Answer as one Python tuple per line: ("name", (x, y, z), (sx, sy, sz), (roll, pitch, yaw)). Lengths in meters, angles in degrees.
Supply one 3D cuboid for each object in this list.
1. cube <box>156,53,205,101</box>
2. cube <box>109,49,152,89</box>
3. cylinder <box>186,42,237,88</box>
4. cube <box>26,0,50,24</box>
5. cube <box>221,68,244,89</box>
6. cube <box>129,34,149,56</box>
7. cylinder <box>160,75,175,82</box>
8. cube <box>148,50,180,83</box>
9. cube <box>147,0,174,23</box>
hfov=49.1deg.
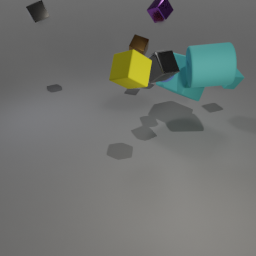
("cube", (2.244, -2.050, 11.245), (1.400, 1.400, 1.400), (29, 11, 40))
("cube", (0.062, -1.426, 6.925), (0.700, 0.700, 0.700), (2, -11, 45))
("cylinder", (2.755, -2.113, 9.483), (1.400, 1.400, 1.400), (-4, 31, 4))
("cube", (-3.728, -4.811, 11.598), (0.700, 0.700, 0.700), (-29, 28, -6))
("cube", (4.313, -2.137, 11.876), (0.700, 0.700, 0.700), (-2, 52, -34))
("cube", (0.489, -3.666, 12.709), (0.700, 0.700, 0.700), (22, 72, 8))
("cylinder", (1.211, -2.050, 9.726), (0.700, 0.700, 0.700), (-6, 36, -10))
("cube", (0.986, -1.832, 8.384), (0.700, 0.700, 0.700), (-16, -6, -35))
("cube", (1.377, -5.048, 11.986), (0.700, 0.700, 0.700), (13, 62, 51))
